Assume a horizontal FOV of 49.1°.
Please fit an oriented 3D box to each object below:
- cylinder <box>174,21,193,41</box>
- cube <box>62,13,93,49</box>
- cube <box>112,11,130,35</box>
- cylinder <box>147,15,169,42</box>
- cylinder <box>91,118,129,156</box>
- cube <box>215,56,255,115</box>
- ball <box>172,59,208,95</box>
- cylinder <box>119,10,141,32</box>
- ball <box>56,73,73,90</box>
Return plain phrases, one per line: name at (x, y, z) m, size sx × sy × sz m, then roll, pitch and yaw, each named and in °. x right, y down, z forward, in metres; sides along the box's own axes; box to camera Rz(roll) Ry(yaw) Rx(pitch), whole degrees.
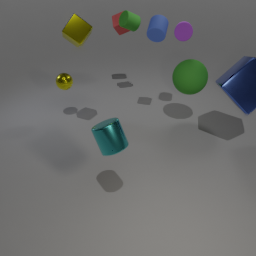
cylinder at (2.172, -3.780, 10.944) m, size 0.700 × 0.700 × 0.700 m, roll 6°, pitch 23°, yaw 9°
cube at (-1.626, -3.079, 8.981) m, size 0.700 × 0.700 × 0.700 m, roll 34°, pitch -3°, yaw -12°
cube at (-0.298, -5.083, 13.585) m, size 0.700 × 0.700 × 0.700 m, roll -16°, pitch 66°, yaw 20°
cylinder at (1.091, -3.658, 10.312) m, size 0.700 × 0.700 × 0.700 m, roll 8°, pitch 62°, yaw 13°
cylinder at (-0.426, 0.206, 6.674) m, size 0.700 × 0.700 × 0.700 m, roll -21°, pitch 15°, yaw 6°
cube at (4.180, -1.541, 9.921) m, size 1.400 × 1.400 × 1.400 m, roll 46°, pitch 18°, yaw -5°
ball at (2.480, -2.035, 11.201) m, size 1.400 × 1.400 × 1.400 m, roll 0°, pitch 32°, yaw 0°
cylinder at (0.072, -4.641, 12.159) m, size 0.700 × 0.700 × 0.700 m, roll 7°, pitch 23°, yaw -38°
ball at (-2.596, -1.896, 11.433) m, size 0.700 × 0.700 × 0.700 m, roll 0°, pitch 32°, yaw 0°
